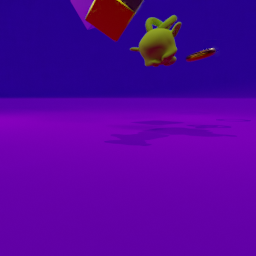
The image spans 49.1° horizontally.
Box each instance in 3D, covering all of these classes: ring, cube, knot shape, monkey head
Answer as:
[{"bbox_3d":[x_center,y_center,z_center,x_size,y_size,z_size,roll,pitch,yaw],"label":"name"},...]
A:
[{"bbox_3d":[2.614,-2.629,10.093,1.102,0.220,1.102,-17,14,4],"label":"ring"},{"bbox_3d":[-0.980,-4.127,9.257,1.105,1.105,1.105,-21,13,49],"label":"cube"},{"bbox_3d":[0.889,-2.698,7.972,0.556,1.203,1.126,34,22,35],"label":"knot shape"},{"bbox_3d":[-0.332,-3.023,7.116,0.975,0.975,0.975,33,-44,-12],"label":"cube"},{"bbox_3d":[0.754,-1.857,6.534,1.342,0.809,0.966,-21,-8,29],"label":"monkey head"}]
